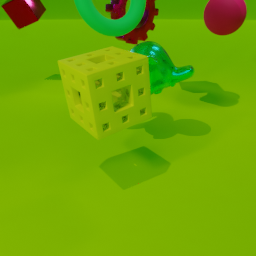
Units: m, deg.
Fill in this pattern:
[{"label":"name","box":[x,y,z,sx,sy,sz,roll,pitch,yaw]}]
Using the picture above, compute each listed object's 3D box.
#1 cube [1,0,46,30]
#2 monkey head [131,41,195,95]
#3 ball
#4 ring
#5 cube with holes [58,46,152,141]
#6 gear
[{"label":"cube","box":[-3.724,-4.326,10.099,0.950,0.950,0.950,-14,42,22]},{"label":"monkey head","box":[0.631,-1.302,5.722,1.271,1.064,1.766,-17,19,19]},{"label":"ball","box":[2.625,-3.096,7.607,1.113,1.113,1.113,0,23,0]},{"label":"ring","box":[-0.304,-2.445,5.123,1.475,1.475,0.295,-14,16,-29]},{"label":"cube with holes","box":[-0.317,-0.547,4.016,0.913,0.913,0.913,-23,34,-26]},{"label":"gear","box":[0.175,-3.619,8.599,1.962,1.962,0.363,-21,33,-40]}]
